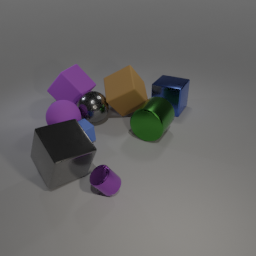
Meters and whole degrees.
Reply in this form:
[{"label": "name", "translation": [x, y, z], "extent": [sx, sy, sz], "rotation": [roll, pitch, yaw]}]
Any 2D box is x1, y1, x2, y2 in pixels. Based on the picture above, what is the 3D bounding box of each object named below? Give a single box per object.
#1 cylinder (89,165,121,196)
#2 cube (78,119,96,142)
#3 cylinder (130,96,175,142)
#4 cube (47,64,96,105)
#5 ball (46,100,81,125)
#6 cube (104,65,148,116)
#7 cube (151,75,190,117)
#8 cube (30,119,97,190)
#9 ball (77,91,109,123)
[{"label": "cylinder", "translation": [-0.667, 1.557, 8.333], "extent": [0.700, 0.700, 0.700], "rotation": [-22, 43, 22]}, {"label": "cube", "translation": [-1.745, 0.186, 10.832], "extent": [0.700, 0.700, 0.700], "rotation": [-28, 43, -28]}, {"label": "cylinder", "translation": [0.994, -0.381, 11.249], "extent": [1.400, 1.400, 1.400], "rotation": [14, 33, 23]}, {"label": "cube", "translation": [-2.666, -1.925, 13.349], "extent": [1.400, 1.400, 1.400], "rotation": [46, 35, -6]}, {"label": "ball", "translation": [-2.613, -0.436, 11.363], "extent": [1.400, 1.400, 1.400], "rotation": [0, 30, 0]}, {"label": "cube", "translation": [-0.083, -1.615, 12.392], "extent": [1.400, 1.400, 1.400], "rotation": [-23, 55, 21]}, {"label": "cube", "translation": [1.993, -1.547, 13.252], "extent": [1.400, 1.400, 1.400], "rotation": [14, 33, 23]}, {"label": "cube", "translation": [-2.043, 0.786, 8.739], "extent": [1.400, 1.400, 1.400], "rotation": [-17, 57, -37]}, {"label": "ball", "translation": [-1.526, -0.905, 12.149], "extent": [1.400, 1.400, 1.400], "rotation": [0, 30, 0]}]
